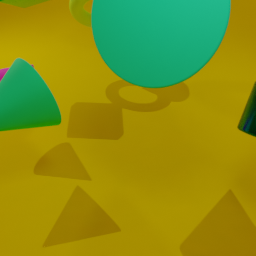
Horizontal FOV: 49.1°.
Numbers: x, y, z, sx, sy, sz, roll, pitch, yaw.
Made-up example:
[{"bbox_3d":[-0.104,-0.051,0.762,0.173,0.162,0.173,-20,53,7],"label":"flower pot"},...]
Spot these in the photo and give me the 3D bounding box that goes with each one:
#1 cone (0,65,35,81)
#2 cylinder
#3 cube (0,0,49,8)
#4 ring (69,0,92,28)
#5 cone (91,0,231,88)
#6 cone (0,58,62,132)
[{"bbox_3d":[-2.016,-0.934,5.416,1.125,1.130,1.125,16,61,-31],"label":"cone"},{"bbox_3d":[2.022,-0.211,3.919,0.736,0.736,0.736,16,12,-4],"label":"cylinder"},{"bbox_3d":[-2.191,-3.449,6.032,1.235,1.235,1.235,-12,15,10],"label":"cube"},{"bbox_3d":[-0.615,-3.184,7.336,1.819,1.819,0.364,-6,80,-6],"label":"ring"},{"bbox_3d":[0.619,-1.409,3.849,1.629,1.629,1.635,20,18,20],"label":"cone"},{"bbox_3d":[-1.908,-0.239,4.313,1.241,1.237,1.237,-37,54,-27],"label":"cone"}]
